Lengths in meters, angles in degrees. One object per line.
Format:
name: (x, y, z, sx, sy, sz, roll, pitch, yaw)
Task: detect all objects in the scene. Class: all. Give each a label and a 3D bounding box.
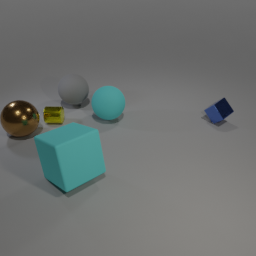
ball: (-2.473, -1.761, 12.735, 1.400, 1.400, 1.400, 0, 30, 0)
ball: (-0.810, -1.039, 11.583, 1.400, 1.400, 1.400, 0, 30, 0)
cylinder: (-3.060, -0.544, 11.602, 0.700, 0.700, 0.700, 1, 30, 1)
cube: (3.726, -0.702, 11.482, 0.700, 0.700, 0.700, -33, -2, -23)
ball: (-4.076, -0.353, 10.598, 1.400, 1.400, 1.400, 0, 30, 0)
cube: (-1.702, 0.785, 8.283, 1.400, 1.400, 1.400, -24, 25, -36)
